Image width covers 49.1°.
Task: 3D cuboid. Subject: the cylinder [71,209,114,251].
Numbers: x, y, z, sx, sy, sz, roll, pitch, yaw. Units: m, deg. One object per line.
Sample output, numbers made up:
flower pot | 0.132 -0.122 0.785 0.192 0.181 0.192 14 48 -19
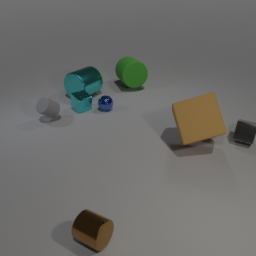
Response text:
cylinder | -0.793 2.298 6.357 0.700 0.700 0.700 15 32 29

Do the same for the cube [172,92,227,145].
cube | 2.359 -0.268 9.568 1.400 1.400 1.400 -16 -6 8

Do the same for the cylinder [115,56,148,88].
cylinder | 0.168 -2.994 14.955 1.400 1.400 1.400 -9 27 -16

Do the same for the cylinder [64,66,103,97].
cylinder | -2.213 -2.236 13.945 1.400 1.400 1.400 18 33 29

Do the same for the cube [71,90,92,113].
cube | -2.110 -1.202 12.668 0.700 0.700 0.700 -23 50 -35

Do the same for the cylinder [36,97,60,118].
cylinder | -3.293 -0.844 11.561 0.700 0.700 0.700 21 -3 33

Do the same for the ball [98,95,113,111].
ball | -1.013 -1.128 12.684 0.700 0.700 0.700 0 29 0

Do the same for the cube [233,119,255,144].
cube | 4.277 0.120 10.168 0.700 0.700 0.700 17 14 24
